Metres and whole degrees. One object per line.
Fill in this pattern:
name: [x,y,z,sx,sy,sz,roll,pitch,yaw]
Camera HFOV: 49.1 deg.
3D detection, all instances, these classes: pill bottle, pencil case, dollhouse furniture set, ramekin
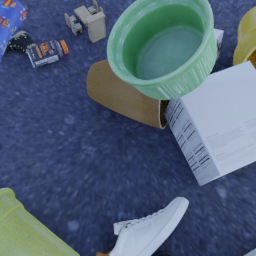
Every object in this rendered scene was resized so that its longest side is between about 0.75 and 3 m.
pill bottle: [-2.611,-2.479,9.198,1.237,0.657,0.657,-23,67,-11]
pencil case: [-2.557,-1.964,5.641,0.555,0.618,1.423,24,65,-16]
dollhouse furniture set: [-1.379,-3.824,9.687,1.224,0.927,1.396,-31,68,-14]
ramekin: [0.726,-1.585,5.563,2.094,1.023,2.094,-11,66,26]

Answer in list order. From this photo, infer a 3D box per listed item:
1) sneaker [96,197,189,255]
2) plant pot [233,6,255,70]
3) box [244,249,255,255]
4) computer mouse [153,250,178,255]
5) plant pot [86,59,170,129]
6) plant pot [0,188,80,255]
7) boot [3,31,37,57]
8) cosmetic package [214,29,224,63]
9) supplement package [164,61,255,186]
sneaker: [0.330,2.407,6.690,2.601,0.947,1.101,-41,74,-16]
plant pot: [4.319,-2.455,8.336,2.509,2.509,2.361,3,49,1]
box: [3.234,3.414,6.015,1.506,1.297,1.514,-24,67,-11]
computer mouse: [0.023,3.604,6.377,1.731,0.567,2.465,37,81,13]
plant pot: [0.080,-1.216,7.999,2.293,2.137,2.137,11,64,18]
plant pot: [-2.332,2.854,5.855,2.193,2.386,2.386,30,68,5]
boot: [-3.680,-2.677,9.418,1.205,0.435,0.910,-42,73,-18]
cosmetic package: [2.058,-2.042,8.264,0.640,1.043,2.528,20,44,27]
supplement package: [2.505,-0.073,7.344,2.207,1.697,2.308,-21,72,-10]
